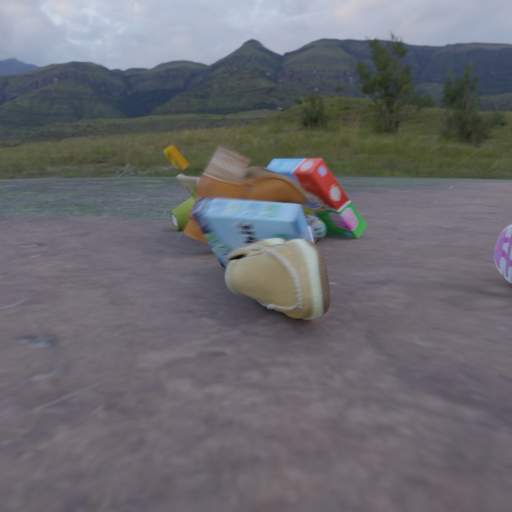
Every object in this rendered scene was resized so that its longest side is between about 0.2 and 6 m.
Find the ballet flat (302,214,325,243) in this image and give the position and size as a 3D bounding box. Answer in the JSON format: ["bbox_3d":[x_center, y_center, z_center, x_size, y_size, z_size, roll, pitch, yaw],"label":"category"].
[{"bbox_3d":[0.815,-0.783,13.946,0.811,0.811,2.253,-5,12,-26],"label":"ballet flat"}]

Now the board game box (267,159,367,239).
[{"bbox_3d":[1.494,-1.452,14.129,1.795,2.345,0.473,12,60,53],"label":"board game box"}]

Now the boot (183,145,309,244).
[{"bbox_3d":[-0.190,-0.984,12.167,2.653,2.060,1.017,18,8,-42],"label":"boot"}]

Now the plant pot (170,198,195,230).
[{"bbox_3d":[-1.785,-1.144,15.711,1.139,1.066,1.066,-22,19,-23],"label":"plant pot"}]

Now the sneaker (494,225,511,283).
[{"bbox_3d":[4.981,0.165,8.532,1.165,1.060,2.635,1,13,-35],"label":"sneaker"}]

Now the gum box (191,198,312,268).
[{"bbox_3d":[0.017,-0.301,9.569,1.831,1.556,0.408,5,56,25],"label":"gum box"}]

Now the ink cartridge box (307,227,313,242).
[{"bbox_3d":[0.464,-0.202,11.080,0.879,0.500,1.206,-11,3,36],"label":"ink cartridge box"}]

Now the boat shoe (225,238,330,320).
[{"bbox_3d":[0.130,0.307,7.645,1.103,1.038,2.896,-5,3,-11],"label":"boat shoe"}]

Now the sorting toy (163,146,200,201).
[{"bbox_3d":[-1.408,-1.456,13.653,0.379,2.828,2.107,-42,23,-8],"label":"sorting toy"}]
